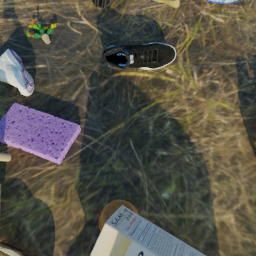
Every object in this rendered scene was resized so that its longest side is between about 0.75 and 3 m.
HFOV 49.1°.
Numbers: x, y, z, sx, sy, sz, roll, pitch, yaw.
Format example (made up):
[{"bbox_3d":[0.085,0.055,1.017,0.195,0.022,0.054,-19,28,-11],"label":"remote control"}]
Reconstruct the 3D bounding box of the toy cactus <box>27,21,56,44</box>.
[{"bbox_3d":[-3.244,-3.690,10.766,1.198,0.613,0.989,-22,70,-23],"label":"toy cactus"}]

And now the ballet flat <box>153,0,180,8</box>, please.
[{"bbox_3d":[1.591,-5.566,11.950,1.379,0.435,0.473,26,62,16],"label":"ballet flat"}]

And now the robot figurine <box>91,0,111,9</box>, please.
[{"bbox_3d":[-1.097,-5.679,11.736,0.892,1.074,1.429,-22,50,35],"label":"robot figurine"}]

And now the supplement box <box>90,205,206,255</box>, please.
[{"bbox_3d":[0.531,3.084,5.659,2.710,0.996,1.708,27,105,14],"label":"supplement box"}]

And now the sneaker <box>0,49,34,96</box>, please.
[{"bbox_3d":[-3.884,-1.715,9.487,1.036,0.779,2.081,-36,62,0],"label":"sneaker"}]

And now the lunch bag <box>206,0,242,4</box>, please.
[{"bbox_3d":[4.088,-6.027,11.937,1.667,1.062,1.417,5,53,-12],"label":"lunch bag"}]

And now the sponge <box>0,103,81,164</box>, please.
[{"bbox_3d":[-2.756,0.126,8.443,2.341,0.349,1.306,19,59,11],"label":"sponge"}]

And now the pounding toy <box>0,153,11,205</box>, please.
[{"bbox_3d":[-3.853,1.407,6.080,2.606,2.967,1.357,-10,59,-6],"label":"pounding toy"}]

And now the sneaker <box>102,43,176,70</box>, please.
[{"bbox_3d":[0.371,-2.284,9.285,2.503,0.914,1.400,-1,21,5],"label":"sneaker"}]

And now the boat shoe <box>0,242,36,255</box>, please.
[{"bbox_3d":[-2.603,3.122,6.421,1.687,0.623,0.624,17,65,10],"label":"boat shoe"}]

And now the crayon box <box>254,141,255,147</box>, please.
[{"bbox_3d":[4.275,0.760,8.018,0.936,0.384,1.489,-2,59,-2],"label":"crayon box"}]

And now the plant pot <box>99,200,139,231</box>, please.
[{"bbox_3d":[-0.212,2.224,6.892,1.069,0.748,1.069,0,57,0],"label":"plant pot"}]
